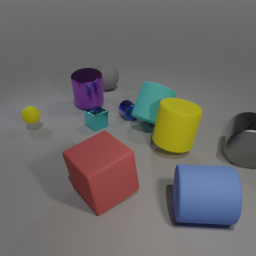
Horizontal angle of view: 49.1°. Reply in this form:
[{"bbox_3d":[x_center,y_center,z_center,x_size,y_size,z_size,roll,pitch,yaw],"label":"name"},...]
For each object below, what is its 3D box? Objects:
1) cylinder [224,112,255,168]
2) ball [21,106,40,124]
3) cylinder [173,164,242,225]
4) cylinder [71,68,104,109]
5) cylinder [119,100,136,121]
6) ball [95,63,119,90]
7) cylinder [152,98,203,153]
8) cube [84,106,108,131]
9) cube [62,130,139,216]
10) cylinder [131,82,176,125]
[{"bbox_3d":[3.963,0.371,9.239,1.400,1.400,1.400,10,30,18],"label":"cylinder"},{"bbox_3d":[-3.812,-0.503,10.988,0.700,0.700,0.700,0,29,0],"label":"ball"},{"bbox_3d":[1.893,1.628,6.935,1.400,1.400,1.400,2,29,4],"label":"cylinder"},{"bbox_3d":[-1.834,-1.814,12.830,1.400,1.400,1.400,0,40,0],"label":"cylinder"},{"bbox_3d":[0.041,-0.770,12.064,0.700,0.700,0.700,-12,31,-20],"label":"cylinder"},{"bbox_3d":[-1.186,-2.737,14.909,1.400,1.400,1.400,0,29,0],"label":"ball"},{"bbox_3d":[1.628,-0.114,9.383,1.400,1.400,1.400,8,27,-4],"label":"cylinder"},{"bbox_3d":[-1.282,-0.394,11.382,0.700,0.700,0.700,-24,37,-37],"label":"cube"},{"bbox_3d":[-0.709,1.163,7.588,1.400,1.400,1.400,-28,38,-26],"label":"cube"},{"bbox_3d":[1.012,-0.919,11.026,1.400,1.400,1.400,21,-1,1],"label":"cylinder"}]
